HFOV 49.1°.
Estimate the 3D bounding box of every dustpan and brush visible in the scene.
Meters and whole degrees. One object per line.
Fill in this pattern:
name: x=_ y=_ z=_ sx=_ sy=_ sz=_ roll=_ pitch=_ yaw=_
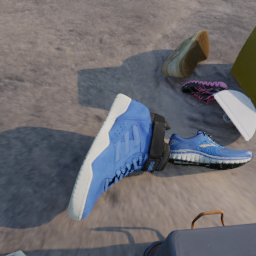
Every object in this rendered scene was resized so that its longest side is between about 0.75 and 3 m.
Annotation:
dustpan and brush: x=2.828 y=-0.498 z=7.043 sx=1.923 sy=0.550 sz=1.342 roll=-31 pitch=84 yaw=-36

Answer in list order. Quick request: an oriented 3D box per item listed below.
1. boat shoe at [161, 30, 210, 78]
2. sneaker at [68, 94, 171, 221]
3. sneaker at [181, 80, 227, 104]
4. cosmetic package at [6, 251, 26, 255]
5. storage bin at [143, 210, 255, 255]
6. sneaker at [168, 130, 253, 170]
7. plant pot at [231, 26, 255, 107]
boat shoe: x=1.876 y=-2.392 z=8.834 sx=0.843 sy=0.931 sz=2.612 roll=2 pitch=33 yaw=36
sneaker: x=0.013 y=0.655 z=5.455 sx=1.538 sy=1.061 sz=2.764 roll=24 pitch=53 yaw=-2
sneaker: x=2.074 y=-0.974 z=7.791 sx=1.254 sy=0.495 sz=0.598 roll=5 pitch=80 yaw=26
cosmetic package: x=-1.713 y=2.577 z=3.963 sx=0.717 sy=0.485 sz=1.364 roll=-18 pitch=46 yaw=-9
storage bin: x=1.422 y=1.868 z=3.736 sx=2.364 sy=1.587 sz=1.720 roll=-4 pitch=54 yaw=-3
sneaker: x=1.720 y=0.422 z=5.948 sx=1.802 sy=0.708 sz=0.803 roll=7 pitch=73 yaw=6
plant pot: x=4.801 y=-1.928 z=7.233 sx=2.859 sy=2.522 sz=2.859 roll=-6 pitch=44 yaw=-4
